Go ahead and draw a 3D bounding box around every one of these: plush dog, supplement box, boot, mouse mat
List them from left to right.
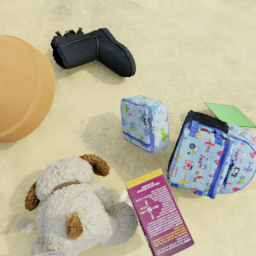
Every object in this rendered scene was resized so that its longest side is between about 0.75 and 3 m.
[{"bbox_3d":[-1.374,1.721,6.571,2.715,2.178,2.332,-24,50,-9],"label":"plush dog"},{"bbox_3d":[-1.171,-2.297,8.936,2.034,0.918,2.482,-21,59,-26],"label":"boot"},{"bbox_3d":[0.607,1.818,5.916,0.831,1.054,1.611,-21,70,-8],"label":"supplement box"},{"bbox_3d":[2.966,-0.372,8.120,1.361,0.051,1.096,2,39,-29],"label":"mouse mat"}]

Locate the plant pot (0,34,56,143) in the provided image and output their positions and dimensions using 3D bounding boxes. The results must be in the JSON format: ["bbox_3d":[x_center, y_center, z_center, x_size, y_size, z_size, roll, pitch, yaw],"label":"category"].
[{"bbox_3d":[-3.587,-1.181,6.900,2.935,2.054,2.935,-2,80,13],"label":"plant pot"}]

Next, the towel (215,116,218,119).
[{"bbox_3d":[2.816,0.157,8.222,0.759,0.392,0.916,17,65,4],"label":"towel"}]

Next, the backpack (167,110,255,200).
[{"bbox_3d":[2.212,0.799,6.984,2.147,1.960,1.444,20,21,6],"label":"backpack"}]

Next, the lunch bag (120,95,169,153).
[{"bbox_3d":[0.401,-0.114,7.400,0.685,1.335,1.661,-14,21,-24],"label":"lunch bag"}]
